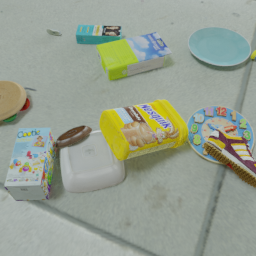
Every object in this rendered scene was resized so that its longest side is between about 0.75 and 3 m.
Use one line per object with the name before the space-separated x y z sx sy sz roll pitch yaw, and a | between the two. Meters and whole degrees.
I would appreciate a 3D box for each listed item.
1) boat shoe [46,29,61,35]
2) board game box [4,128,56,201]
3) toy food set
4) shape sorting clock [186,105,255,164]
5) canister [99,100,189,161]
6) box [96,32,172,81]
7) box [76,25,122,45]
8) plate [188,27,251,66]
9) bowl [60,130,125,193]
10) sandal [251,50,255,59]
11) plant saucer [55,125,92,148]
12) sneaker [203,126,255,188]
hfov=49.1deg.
boat shoe | -3.740 -4.862 14.167 0.767 0.268 0.273 16 35 13
board game box | -3.078 1.148 9.112 1.106 1.086 2.108 -1 53 -1
toy food set | -5.067 -1.034 11.094 2.189 0.538 2.212 -16 55 -12
shape sorting clock | 3.340 0.165 10.197 2.460 0.483 2.460 -1 54 1
canister | 0.517 0.015 9.505 2.531 1.096 1.880 -12 53 -31
box | 0.245 -3.310 12.680 2.985 0.711 1.820 -17 55 -12
box | -1.408 -4.569 13.742 2.163 0.532 0.890 3 53 2
plate | 4.280 -3.808 13.280 2.932 0.375 2.932 0 54 1
bowl | -1.245 0.975 9.447 2.147 0.801 2.144 -10 54 -9
sandal | 6.363 -3.518 12.981 1.496 0.595 0.651 -40 69 -17
plant saucer | -1.934 0.251 9.803 1.404 0.225 1.404 -21 18 7
sneaker | 3.768 0.912 9.134 2.484 0.931 1.119 40 76 16
